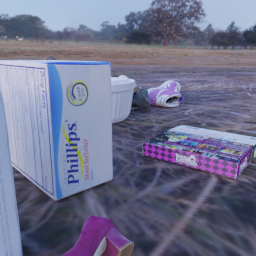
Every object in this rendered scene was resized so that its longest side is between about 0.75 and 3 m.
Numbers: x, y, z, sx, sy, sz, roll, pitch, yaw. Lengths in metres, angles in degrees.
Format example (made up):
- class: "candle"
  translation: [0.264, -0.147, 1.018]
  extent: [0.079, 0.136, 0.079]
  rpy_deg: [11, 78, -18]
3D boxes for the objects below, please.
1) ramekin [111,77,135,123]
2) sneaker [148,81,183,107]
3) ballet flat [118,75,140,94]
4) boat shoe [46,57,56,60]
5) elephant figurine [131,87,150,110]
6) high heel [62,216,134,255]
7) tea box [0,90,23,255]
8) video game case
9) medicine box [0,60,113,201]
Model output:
- class: "ramekin"
  translation: [-0.976, -0.849, 8.241]
  extent: [2.425, 1.129, 2.425]
  rpy_deg: [0, 14, 0]
- class: "sneaker"
  translation: [1.679, -1.204, 10.538]
  extent: [1.211, 0.770, 2.124]
  rpy_deg: [17, 31, 36]
- class: "ballet flat"
  translation: [-0.491, -1.386, 10.301]
  extent: [2.938, 1.063, 0.996]
  rpy_deg: [-10, 6, -32]
- class: "boat shoe"
  translation: [-2.908, -1.589, 9.724]
  extent: [0.928, 0.791, 2.774]
  rpy_deg: [-25, 2, -37]
- class: "elephant figurine"
  translation: [0.170, -0.911, 9.586]
  extent: [1.125, 0.872, 0.796]
  rpy_deg: [-9, 58, 6]
- class: "high heel"
  translation: [-0.494, 1.065, 2.380]
  extent: [0.574, 0.403, 1.198]
  rpy_deg: [23, 21, 34]
- class: "tea box"
  translation: [-2.471, 0.631, 1.660]
  extent: [2.472, 1.651, 2.432]
  rpy_deg: [7, 16, 23]
- class: "video game case"
  translation: [1.426, 0.356, 5.305]
  extent: [1.746, 0.313, 1.583]
  rpy_deg: [11, 18, 35]
- class: "medicine box"
  translation: [-1.190, -0.148, 4.366]
  extent: [0.997, 1.765, 1.938]
  rpy_deg: [-13, 20, -40]
